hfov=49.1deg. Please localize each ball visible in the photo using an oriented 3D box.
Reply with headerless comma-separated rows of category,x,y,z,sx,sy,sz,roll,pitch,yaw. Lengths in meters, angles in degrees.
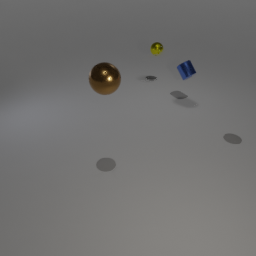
ball,1.516,-4.141,14.688,0.700,0.700,0.700,0,31,0
ball,-0.498,-1.060,6.038,0.700,0.700,0.700,0,31,0

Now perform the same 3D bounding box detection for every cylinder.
cylinder,2.728,-2.682,13.030,0.700,0.700,0.700,-26,-2,-1
